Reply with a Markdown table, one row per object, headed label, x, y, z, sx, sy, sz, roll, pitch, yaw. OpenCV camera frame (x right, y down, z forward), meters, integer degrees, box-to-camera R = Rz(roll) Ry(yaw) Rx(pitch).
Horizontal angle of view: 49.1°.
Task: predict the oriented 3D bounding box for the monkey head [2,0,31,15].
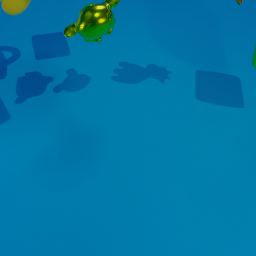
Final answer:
| label | x | y | z | sx | sy | sz | roll | pitch | yaw |
| --- | --- | --- | --- | --- | --- | --- | --- | --- | --- |
| monkey head | -1.372 | -2.514 | 4.534 | 1.650 | 1.187 | 0.994 | -44 | 51 | 13 |

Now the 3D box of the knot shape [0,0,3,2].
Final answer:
| label | x | y | z | sx | sy | sz | roll | pitch | yaw |
| --- | --- | --- | --- | --- | --- | --- | --- | --- | --- |
| knot shape | -3.432 | -3.116 | 6.312 | 1.624 | 0.802 | 1.735 | 7 | 88 | 16 |

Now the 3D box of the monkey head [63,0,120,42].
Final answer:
| label | x | y | z | sx | sy | sz | roll | pitch | yaw |
| --- | --- | --- | --- | --- | --- | --- | --- | --- | --- |
| monkey head | -0.755 | -2.321 | 5.866 | 1.343 | 0.809 | 0.966 | -34 | 77 | 4 |

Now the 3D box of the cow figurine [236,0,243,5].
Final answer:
| label | x | y | z | sx | sy | sz | roll | pitch | yaw |
| --- | --- | --- | --- | --- | --- | --- | --- | --- | --- |
| cow figurine | 1.745 | -2.903 | 4.865 | 1.576 | 1.601 | 0.879 | 21 | 94 | -3 |

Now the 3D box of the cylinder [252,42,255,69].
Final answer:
| label | x | y | z | sx | sy | sz | roll | pitch | yaw |
| --- | --- | --- | --- | --- | --- | --- | --- | --- | --- |
| cylinder | 3.427 | -1.905 | 6.015 | 1.240 | 1.240 | 1.240 | 14 | 74 | 11 |
